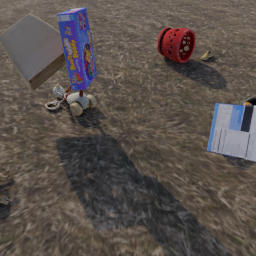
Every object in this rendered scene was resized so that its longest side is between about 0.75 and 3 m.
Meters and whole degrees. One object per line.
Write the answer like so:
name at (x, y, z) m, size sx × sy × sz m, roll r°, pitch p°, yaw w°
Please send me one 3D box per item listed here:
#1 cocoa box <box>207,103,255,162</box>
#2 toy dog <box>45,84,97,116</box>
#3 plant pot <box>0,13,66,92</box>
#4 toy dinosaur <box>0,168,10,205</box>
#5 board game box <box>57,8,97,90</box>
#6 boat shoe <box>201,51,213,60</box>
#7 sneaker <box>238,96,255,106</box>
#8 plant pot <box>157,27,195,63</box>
cocoa box at (3.180, 0.133, 7.449) m, size 1.308 × 1.329 × 1.993 m, roll 11°, pitch 3°, yaw 39°
toy dog at (-2.411, -1.415, 11.825) m, size 2.207 × 1.063 × 1.456 m, roll 13°, pitch 44°, yaw 14°
plant pot at (-3.392, -2.793, 10.150) m, size 2.057 × 2.059 × 1.823 m, roll -44°, pitch 99°, yaw -13°
toy dinosaur at (-4.752, 1.501, 8.820) m, size 2.707 × 0.788 × 1.369 m, roll 15°, pitch 45°, yaw 16°
board game box at (-1.559, -2.544, 8.945) m, size 0.505 × 2.258 × 1.518 m, roll -2°, pitch 27°, yaw 9°
boat shoe at (4.281, -3.979, 15.204) m, size 0.331 × 0.352 × 0.925 m, roll 32°, pitch 51°, yaw 31°
sneaker at (4.100, -0.285, 10.533) m, size 1.066 × 1.143 × 2.884 m, roll 32°, pitch 52°, yaw 29°
plant pot at (2.477, -4.413, 14.770) m, size 1.539 × 1.690 × 1.690 m, roll 23°, pitch 46°, yaw 35°
